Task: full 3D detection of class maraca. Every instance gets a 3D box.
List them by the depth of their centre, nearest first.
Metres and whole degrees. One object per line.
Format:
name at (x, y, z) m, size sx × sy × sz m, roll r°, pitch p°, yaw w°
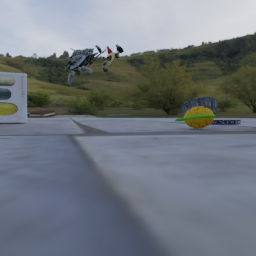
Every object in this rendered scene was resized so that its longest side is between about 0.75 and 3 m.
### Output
maraca at (1.619, -0.239, 6.798) m, size 0.682 × 0.532 × 0.995 m, roll 2°, pitch -7°, yaw -44°

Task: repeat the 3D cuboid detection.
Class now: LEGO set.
LEGO set at (-1.334, -2.312, 9.076) m, size 2.655 × 1.724 × 0.752 m, roll -13°, pitch -48°, yaw 38°

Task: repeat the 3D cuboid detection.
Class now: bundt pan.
bundt pan at (3.740, -0.881, 14.532) m, size 1.917 × 0.719 × 1.917 m, roll -5°, pitch -22°, yaw -2°

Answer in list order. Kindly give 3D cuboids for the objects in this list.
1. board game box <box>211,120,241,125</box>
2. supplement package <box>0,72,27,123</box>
board game box at (3.604, -0.222, 10.465) m, size 0.997 × 0.173 × 0.676 m, roll 1°, pitch 3°, yaw 38°
supplement package at (-5.705, -1.224, 11.637) m, size 2.697 × 2.047 × 2.032 m, roll -1°, pitch 3°, yaw -25°
